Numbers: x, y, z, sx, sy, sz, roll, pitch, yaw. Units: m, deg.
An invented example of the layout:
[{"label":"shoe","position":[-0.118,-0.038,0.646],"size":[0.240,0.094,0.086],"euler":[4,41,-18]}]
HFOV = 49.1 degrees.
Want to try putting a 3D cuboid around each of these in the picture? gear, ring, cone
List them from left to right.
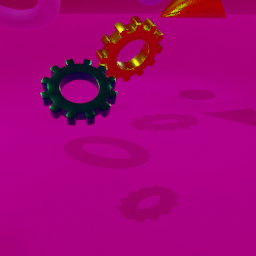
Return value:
[{"label":"ring","position":[-2.300,-2.518,5.163],"size":[2.070,0.414,2.070],"euler":[5,-16,1]},{"label":"gear","position":[-0.697,-0.538,4.055],"size":[1.061,0.196,1.061],"euler":[4,60,-7]},{"label":"gear","position":[0.062,-2.037,7.474],"size":[1.852,1.852,0.343],"euler":[-14,57,-29]},{"label":"cone","position":[1.534,-3.286,7.378],"size":[1.587,1.581,1.581],"euler":[-20,17,23]}]

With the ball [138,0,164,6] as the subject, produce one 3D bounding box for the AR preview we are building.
[{"label":"ball","position":[0.760,-4.715,9.117],"size":[1.333,1.333,1.333],"euler":[0,24,0]}]
